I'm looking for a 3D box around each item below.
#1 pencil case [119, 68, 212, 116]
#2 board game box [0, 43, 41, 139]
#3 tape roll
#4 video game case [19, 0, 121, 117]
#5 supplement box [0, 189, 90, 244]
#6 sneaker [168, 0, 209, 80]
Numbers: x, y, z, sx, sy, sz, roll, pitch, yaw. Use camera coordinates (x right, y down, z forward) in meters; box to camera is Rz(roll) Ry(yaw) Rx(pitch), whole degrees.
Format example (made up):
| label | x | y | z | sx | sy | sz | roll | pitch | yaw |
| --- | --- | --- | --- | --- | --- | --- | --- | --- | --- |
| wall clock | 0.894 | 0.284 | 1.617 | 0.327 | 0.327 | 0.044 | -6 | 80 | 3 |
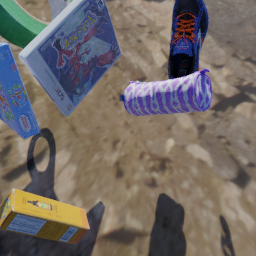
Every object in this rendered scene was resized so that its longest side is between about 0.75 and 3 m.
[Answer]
| label | x | y | z | sx | sy | sz | roll | pitch | yaw |
| --- | --- | --- | --- | --- | --- | --- | --- | --- | --- |
| pencil case | 0.666 | -0.584 | 4.993 | 1.625 | 0.682 | 0.695 | 0 | 83 | 39 |
| board game box | -2.509 | -0.838 | 5.474 | 0.392 | 1.622 | 2.144 | -28 | 31 | -30 |
| tape roll | -2.278 | -3.140 | 6.319 | 0.663 | 2.758 | 2.758 | -17 | 50 | 33 |
| video game case | -1.046 | -1.582 | 6.048 | 0.251 | 1.988 | 2.182 | 28 | 70 | 26 |
| supplement box | -1.451 | 1.602 | 4.973 | 0.520 | 1.512 | 0.503 | -49 | 35 | 15 |
| sneaker | 1.374 | -1.979 | 6.530 | 0.901 | 2.391 | 0.938 | 4 | 17 | 18 |
